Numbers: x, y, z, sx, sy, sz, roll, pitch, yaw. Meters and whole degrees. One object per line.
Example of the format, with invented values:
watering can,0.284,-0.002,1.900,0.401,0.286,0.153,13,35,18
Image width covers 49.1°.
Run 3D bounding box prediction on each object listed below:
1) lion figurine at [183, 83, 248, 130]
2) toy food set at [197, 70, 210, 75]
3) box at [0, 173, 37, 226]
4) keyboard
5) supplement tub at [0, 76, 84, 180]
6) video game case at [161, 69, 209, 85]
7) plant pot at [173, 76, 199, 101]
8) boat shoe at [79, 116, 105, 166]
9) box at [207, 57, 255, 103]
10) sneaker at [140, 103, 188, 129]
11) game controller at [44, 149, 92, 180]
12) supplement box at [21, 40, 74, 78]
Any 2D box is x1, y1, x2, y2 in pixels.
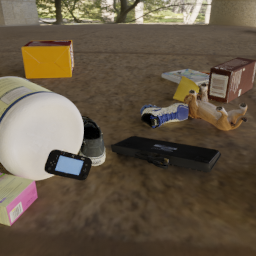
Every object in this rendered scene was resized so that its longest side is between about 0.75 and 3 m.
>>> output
lion figurine,2.845,-0.525,9.495,0.961,1.625,2.653,-34,53,-13
toy food set,4.774,-3.108,15.782,1.829,0.288,1.163,7,26,14
box,-2.650,1.458,5.914,1.047,0.506,0.921,8,27,15
keyboard,0.879,0.703,7.388,2.742,0.352,1.646,8,15,30
supplement tub,-2.805,-0.159,7.387,2.143,2.143,2.956,-22,33,-38
video game case,3.274,-2.723,15.014,2.041,0.246,2.239,-15,29,-29
plant pot,2.551,-1.606,12.024,0.885,0.865,0.859,23,30,7
boat shoe,-1.159,0.136,8.367,0.920,0.759,2.682,-5,26,-16
box,4.716,-2.203,12.586,1.064,1.422,2.839,20,33,36
sneaker,1.203,-0.352,9.651,1.726,0.697,0.996,-1,28,15
game controller,-1.269,0.799,6.030,1.030,0.537,0.217,20,7,-34
supplement box,-4.458,-4.013,16.081,2.474,1.665,2.508,-3,26,-6
